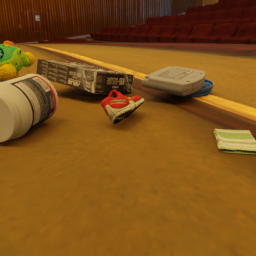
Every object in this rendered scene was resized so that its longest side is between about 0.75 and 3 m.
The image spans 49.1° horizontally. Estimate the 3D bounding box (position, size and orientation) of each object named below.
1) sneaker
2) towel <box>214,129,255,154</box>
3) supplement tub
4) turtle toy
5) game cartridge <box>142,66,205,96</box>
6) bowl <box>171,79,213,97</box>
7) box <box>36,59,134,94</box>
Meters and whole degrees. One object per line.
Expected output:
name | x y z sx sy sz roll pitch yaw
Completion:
sneaker | -0.143 -0.735 7.736 0.801 0.726 1.886 50 23 2
towel | 2.450 0.283 6.340 0.901 0.138 1.182 3 20 9
supplement tub | -2.687 -0.534 6.824 1.325 1.325 1.888 5 21 14
turtle toy | -3.713 -1.645 7.837 2.097 1.060 1.528 -31 20 25
game cartridge | 1.852 -1.782 10.344 1.758 0.534 2.637 13 26 27
bowl | 2.449 -1.645 11.173 1.840 0.361 1.840 -1 24 1
box | -1.613 -2.009 10.790 2.985 0.743 2.354 19 17 29
